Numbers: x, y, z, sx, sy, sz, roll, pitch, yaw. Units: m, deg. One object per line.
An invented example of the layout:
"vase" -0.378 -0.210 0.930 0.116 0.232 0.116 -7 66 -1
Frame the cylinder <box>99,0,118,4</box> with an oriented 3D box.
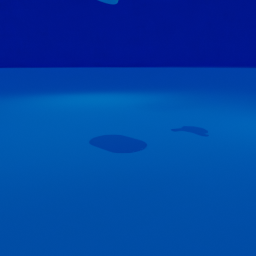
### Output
"cylinder" -0.589 -3.836 7.105 0.998 0.998 0.998 19 10 -4
